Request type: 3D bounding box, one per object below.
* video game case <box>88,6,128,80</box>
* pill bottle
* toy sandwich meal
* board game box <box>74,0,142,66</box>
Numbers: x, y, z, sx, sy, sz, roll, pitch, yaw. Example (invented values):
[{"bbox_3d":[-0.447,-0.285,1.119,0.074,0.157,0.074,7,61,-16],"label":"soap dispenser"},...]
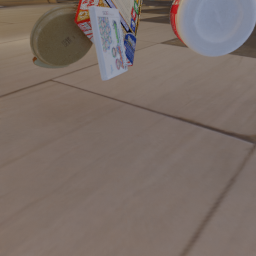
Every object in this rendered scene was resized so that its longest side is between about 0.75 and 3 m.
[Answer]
[{"bbox_3d":[-0.313,-1.523,5.012,0.139,1.174,1.069,-2,19,21],"label":"video game case"},{"bbox_3d":[1.936,-2.849,7.116,1.651,1.651,2.942,1,23,2],"label":"pill bottle"},{"bbox_3d":[-1.937,-2.672,8.183,2.187,2.187,0.749,-17,57,-28],"label":"toy sandwich meal"},{"bbox_3d":[-0.399,-3.661,8.321,0.684,2.239,2.955,-2,67,27],"label":"board game box"}]
